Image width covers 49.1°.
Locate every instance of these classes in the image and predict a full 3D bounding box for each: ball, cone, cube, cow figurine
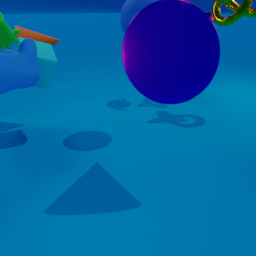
[{"bbox_3d":[0.420,-2.740,7.003,1.234,1.234,1.234,0,25,0],"label":"ball"},{"bbox_3d":[-2.520,-2.436,8.056,1.120,1.116,1.116,-13,27,-13],"label":"cone"},{"bbox_3d":[0.574,-1.349,5.317,1.662,1.662,1.668,-5,11,-10],"label":"cone"},{"bbox_3d":[-2.457,-1.679,7.317,0.883,0.883,0.883,4,41,-33],"label":"cube"},{"bbox_3d":[-2.260,-0.782,4.854,1.534,1.509,0.842,-5,11,-26],"label":"cow figurine"},{"bbox_3d":[-3.191,-2.475,6.736,0.748,1.340,1.362,-42,21,1],"label":"cow figurine"}]

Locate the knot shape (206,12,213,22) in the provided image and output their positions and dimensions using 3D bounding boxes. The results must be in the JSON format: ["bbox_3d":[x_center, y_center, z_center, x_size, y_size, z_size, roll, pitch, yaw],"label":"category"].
[{"bbox_3d":[2.436,-3.669,9.884,1.223,0.604,1.307,-5,14,42],"label":"knot shape"}]

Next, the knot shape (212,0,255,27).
[{"bbox_3d":[3.212,-3.787,8.376,1.634,1.747,0.807,-29,16,48],"label":"knot shape"}]
